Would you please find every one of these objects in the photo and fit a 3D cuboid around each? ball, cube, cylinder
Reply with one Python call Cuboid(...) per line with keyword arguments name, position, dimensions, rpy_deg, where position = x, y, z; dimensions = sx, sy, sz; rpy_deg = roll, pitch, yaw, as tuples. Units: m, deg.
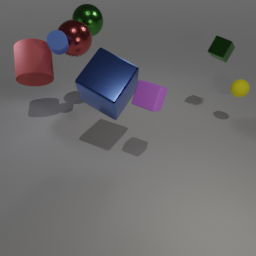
Cuboid(name="ball", position=(-1.813, -4.835, 12.617), dimensions=(1.400, 1.400, 1.400), rpy_deg=(0, 32, 0))
Cuboid(name="ball", position=(4.414, -1.568, 11.051), dimensions=(0.700, 0.700, 0.700), rpy_deg=(0, 32, 0))
Cuboid(name="cube", position=(0.626, -0.915, 7.992), dimensions=(0.700, 0.700, 0.700), rpy_deg=(22, 14, 21))
Cuboid(name="cube", position=(-0.617, -1.347, 8.814), dimensions=(1.400, 1.400, 1.400), rpy_deg=(30, 73, 10))
Cuboid(name="cylinder", position=(-3.649, -2.505, 10.881), dimensions=(1.400, 1.400, 1.400), rpy_deg=(-8, -11, -1))
Cuboid(name="cylinder", position=(-2.486, -3.028, 9.944), dimensions=(0.700, 0.700, 0.700), rpy_deg=(-5, 3, -8))
Cuboid(name="cube", position=(3.705, -3.123, 11.105), dimensions=(0.700, 0.700, 0.700), rpy_deg=(34, 13, 27))
Cuboid(name="ball", position=(-2.125, -3.533, 11.065), dimensions=(1.400, 1.400, 1.400), rpy_deg=(0, 32, 0))
